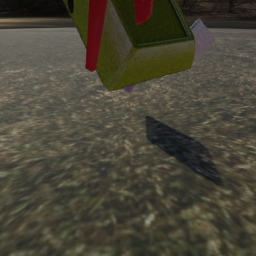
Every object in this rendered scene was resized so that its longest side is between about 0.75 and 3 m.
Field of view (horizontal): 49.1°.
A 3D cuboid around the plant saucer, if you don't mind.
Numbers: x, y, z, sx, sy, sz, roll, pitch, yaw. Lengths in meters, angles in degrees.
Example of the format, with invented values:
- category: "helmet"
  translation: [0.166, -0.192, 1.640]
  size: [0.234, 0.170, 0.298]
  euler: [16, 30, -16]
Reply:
- category: "plant saucer"
  translation: [0.178, -2.425, 5.694]
  size: [2.856, 2.860, 0.685]
  euler: [-23, -3, -42]

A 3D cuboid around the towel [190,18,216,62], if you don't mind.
- category: "towel"
  translation: [2.087, -2.623, 8.372]
  size: [0.934, 0.892, 0.151]
  euler: [-49, 24, -4]

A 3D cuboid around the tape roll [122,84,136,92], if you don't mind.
- category: "tape roll"
  translation: [-0.187, -1.092, 5.788]
  size: [0.263, 0.802, 0.802]
  euler: [-53, 40, -6]

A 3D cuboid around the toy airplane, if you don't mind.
- category: "toy airplane"
  translation: [-0.207, -1.925, 3.762]
  size: [0.461, 2.509, 2.509]
  euler: [0, 18, -43]
